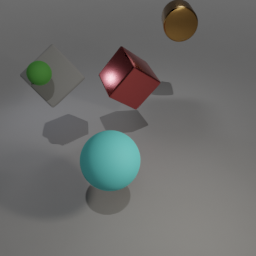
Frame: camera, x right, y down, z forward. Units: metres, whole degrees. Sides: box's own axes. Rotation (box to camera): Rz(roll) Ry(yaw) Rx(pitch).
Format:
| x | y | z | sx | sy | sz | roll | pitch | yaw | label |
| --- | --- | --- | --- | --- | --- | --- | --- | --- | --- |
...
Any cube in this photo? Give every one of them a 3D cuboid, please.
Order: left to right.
| x | y | z | sx | sy | sz | roll | pitch | yaw | label |
| --- | --- | --- | --- | --- | --- | --- | --- | --- | --- |
| -2.402 | -1.694 | 9.231 | 1.400 | 1.400 | 1.400 | -43 | 13 | 1 | cube |
| 0.032 | -1.784 | 10.138 | 1.400 | 1.400 | 1.400 | 21 | 31 | -41 | cube |

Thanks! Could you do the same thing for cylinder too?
| x | y | z | sx | sy | sz | roll | pitch | yaw | label |
| --- | --- | --- | --- | --- | --- | --- | --- | --- | --- |
| 2.160 | -4.571 | 11.894 | 1.400 | 1.400 | 1.400 | 1 | 36 | 2 | cylinder |

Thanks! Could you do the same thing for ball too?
| x | y | z | sx | sy | sz | roll | pitch | yaw | label |
| --- | --- | --- | --- | --- | --- | --- | --- | --- | --- |
| -2.549 | -1.575 | 8.042 | 0.700 | 0.700 | 0.700 | 0 | 32 | 0 | ball |
| -0.413 | 0.753 | 6.512 | 1.400 | 1.400 | 1.400 | 0 | 32 | 0 | ball |
